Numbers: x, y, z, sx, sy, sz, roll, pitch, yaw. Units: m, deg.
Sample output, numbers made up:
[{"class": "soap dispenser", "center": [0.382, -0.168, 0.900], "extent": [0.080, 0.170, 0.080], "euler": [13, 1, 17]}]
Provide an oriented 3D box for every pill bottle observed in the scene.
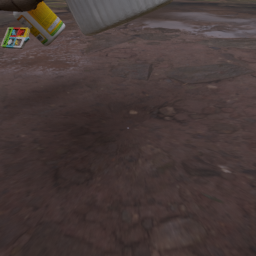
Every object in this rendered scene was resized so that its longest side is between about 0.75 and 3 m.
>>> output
[{"class": "pill bottle", "center": [-2.856, -3.455, 8.581], "extent": [0.949, 1.709, 0.949], "euler": [-33, 32, 23]}]

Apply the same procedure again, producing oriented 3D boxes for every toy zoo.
[{"class": "toy zoo", "center": [-3.052, -2.474, 7.705], "extent": [0.930, 0.610, 0.095], "euler": [10, -12, 26]}]

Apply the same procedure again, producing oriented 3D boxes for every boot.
[{"class": "boot", "center": [-1.541, -2.279, 3.859], "extent": [1.029, 1.407, 0.494], "euler": [-9, 2, 18]}]

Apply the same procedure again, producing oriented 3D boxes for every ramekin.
[{"class": "ramekin", "center": [-0.209, -3.301, 6.821], "extent": [2.735, 1.333, 2.735], "euler": [-20, 23, 9]}]
